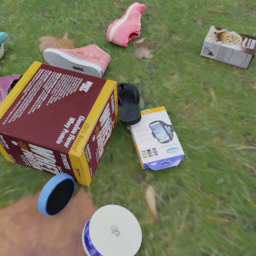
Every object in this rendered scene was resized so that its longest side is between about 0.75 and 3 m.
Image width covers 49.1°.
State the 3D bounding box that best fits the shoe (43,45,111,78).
[{"bbox_3d":[-1.849,-2.590,10.350,2.335,0.834,1.062,19,55,7],"label":"shoe"}]

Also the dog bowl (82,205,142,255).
[{"bbox_3d":[-0.367,2.511,6.557,1.323,0.521,1.323,16,45,-16],"label":"dog bowl"}]

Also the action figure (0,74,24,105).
[{"bbox_3d":[-4.435,-1.225,9.287,2.832,1.897,2.109,1,95,13],"label":"action figure"}]

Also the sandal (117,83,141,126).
[{"bbox_3d":[-0.012,-0.982,9.015,0.874,0.557,2.325,-15,38,0],"label":"sandal"}]

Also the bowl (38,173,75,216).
[{"bbox_3d":[-1.766,1.692,7.061,0.221,1.127,1.127,23,57,25],"label":"bowl"}]

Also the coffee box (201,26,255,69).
[{"bbox_3d":[3.893,-3.098,10.709,1.881,0.751,1.063,21,57,14],"label":"coffee box"}]

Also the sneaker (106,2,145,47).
[{"bbox_3d":[0.148,-4.186,11.562,1.087,0.924,2.507,34,65,7],"label":"sneaker"}]

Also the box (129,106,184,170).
[{"bbox_3d":[0.816,0.349,8.464,1.248,0.435,2.097,-12,57,-7],"label":"box"}]

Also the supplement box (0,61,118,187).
[{"bbox_3d":[-1.928,-0.159,8.005,2.624,1.742,2.588,15,56,11],"label":"supplement box"}]

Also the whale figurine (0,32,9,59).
[{"bbox_3d":[-5.703,-3.530,10.613,2.161,1.409,2.716,-7,54,-5],"label":"whale figurine"}]
